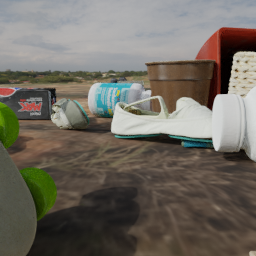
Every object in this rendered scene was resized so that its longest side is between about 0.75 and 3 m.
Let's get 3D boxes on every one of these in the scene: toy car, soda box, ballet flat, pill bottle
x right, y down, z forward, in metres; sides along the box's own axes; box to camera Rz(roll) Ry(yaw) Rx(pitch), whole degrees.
[{"bbox_3d":[-1.797,0.705,2.195,1.847,1.457,1.517,-28,4,9],"label":"toy car"},{"bbox_3d":[-4.055,-0.864,9.697,2.994,1.059,0.948,0,13,0],"label":"soda box"},{"bbox_3d":[0.916,-0.228,6.236,2.995,1.040,1.040,2,11,28],"label":"ballet flat"},{"bbox_3d":[-1.771,-0.327,8.137,0.853,0.903,2.679,-31,18,-11],"label":"ballet flat"},{"bbox_3d":[2.772,-0.061,4.766,2.467,1.366,1.366,1,11,8],"label":"pill bottle"},{"bbox_3d":[-0.180,-0.957,9.801,2.205,1.221,1.221,4,11,20],"label":"pill bottle"}]

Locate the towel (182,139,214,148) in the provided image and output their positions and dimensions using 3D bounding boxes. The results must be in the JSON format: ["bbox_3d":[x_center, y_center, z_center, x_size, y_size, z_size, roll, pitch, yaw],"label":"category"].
[{"bbox_3d":[1.894,0.292,6.196,1.421,0.154,1.042,3,11,10],"label":"towel"}]

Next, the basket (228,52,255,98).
[{"bbox_3d":[3.812,-0.891,7.091,2.478,2.011,2.500,7,17,24],"label":"basket"}]

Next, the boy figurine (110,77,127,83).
[{"bbox_3d":[-0.903,-1.468,12.294,1.626,0.843,2.615,-1,24,24],"label":"boy figurine"}]

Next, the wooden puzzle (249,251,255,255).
[{"bbox_3d":[1.379,1.122,1.845,0.863,0.174,0.933,1,6,6],"label":"wooden puzzle"}]

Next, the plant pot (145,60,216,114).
[{"bbox_3d":[1.414,-0.889,7.710,1.878,1.859,1.878,-2,12,0],"label":"plant pot"}]

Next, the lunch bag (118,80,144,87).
[{"bbox_3d":[0.102,-1.150,10.886,1.044,1.272,0.748,-1,28,0],"label":"lunch bag"}]

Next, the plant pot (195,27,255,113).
[{"bbox_3d":[3.440,-1.434,8.900,2.746,2.743,2.420,-2,5,-13],"label":"plant pot"}]
